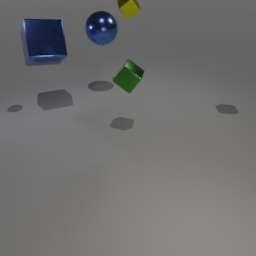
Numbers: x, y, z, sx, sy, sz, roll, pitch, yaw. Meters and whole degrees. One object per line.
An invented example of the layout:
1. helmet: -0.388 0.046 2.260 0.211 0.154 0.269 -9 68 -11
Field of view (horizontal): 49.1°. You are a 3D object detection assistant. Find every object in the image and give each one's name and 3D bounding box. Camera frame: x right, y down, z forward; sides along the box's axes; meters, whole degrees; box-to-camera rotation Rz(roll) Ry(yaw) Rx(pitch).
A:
1. ball: -1.130 -4.268 12.009 1.400 1.400 1.400 0 31 0
2. cube: -3.258 -3.256 10.785 1.400 1.400 1.400 -9 3 -25
3. cube: 0.032 -1.709 9.242 0.700 0.700 0.700 35 33 -10
4. cube: 0.038 -5.276 12.092 0.700 0.700 0.700 -30 45 22
